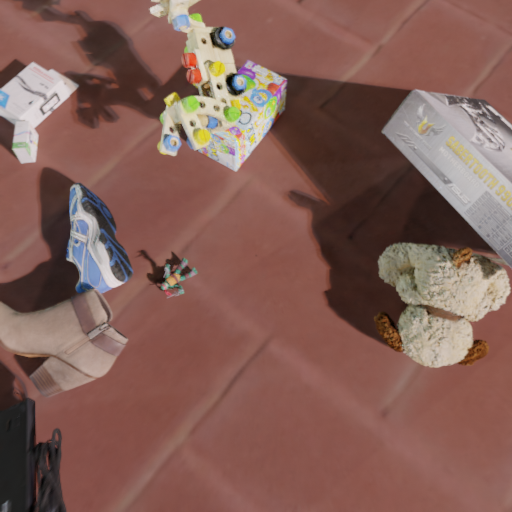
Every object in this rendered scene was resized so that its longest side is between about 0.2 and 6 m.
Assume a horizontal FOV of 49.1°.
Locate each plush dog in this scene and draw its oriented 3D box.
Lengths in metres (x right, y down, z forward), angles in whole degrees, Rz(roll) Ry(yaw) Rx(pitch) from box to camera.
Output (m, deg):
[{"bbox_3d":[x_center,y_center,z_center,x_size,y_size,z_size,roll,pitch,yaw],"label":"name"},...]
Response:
[{"bbox_3d":[3.240,0.919,9.747,2.408,1.932,2.068,14,88,6],"label":"plush dog"}]

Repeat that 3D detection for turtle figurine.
[{"bbox_3d":[-1.536,0.422,10.544,0.825,0.415,0.618,-41,100,-34],"label":"turtle figurine"}]

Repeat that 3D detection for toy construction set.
[{"bbox_3d":[-1.126,-3.369,10.215,1.891,2.884,1.328,-17,19,-33],"label":"toy construction set"}]

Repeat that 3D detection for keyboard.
[{"bbox_3d":[-3.579,4.115,8.581,1.898,0.723,3.647,-24,59,19],"label":"keyboard"}]

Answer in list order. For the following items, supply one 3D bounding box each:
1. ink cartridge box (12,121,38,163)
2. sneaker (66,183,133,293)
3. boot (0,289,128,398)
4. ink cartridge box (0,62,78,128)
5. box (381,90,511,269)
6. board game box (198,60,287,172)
[{"bbox_3d":[-4.882,-2.408,11.845,0.316,0.524,0.722,-5,65,-3],"label":"ink cartridge box"},{"bbox_3d":[-3.219,-0.370,10.629,0.990,0.973,2.571,-33,55,9],"label":"sneaker"},{"bbox_3d":[-3.480,1.189,9.804,1.779,0.855,2.433,-39,87,-2],"label":"boot"},{"bbox_3d":[-4.879,-3.620,12.406,0.949,0.555,1.636,32,69,14],"label":"ink cartridge box"},{"bbox_3d":[4.589,-1.279,10.145,3.208,0.979,4.050,-11,57,-47],"label":"box"},{"bbox_3d":[-0.304,-2.957,11.827,1.012,1.031,1.965,31,69,13],"label":"board game box"}]
